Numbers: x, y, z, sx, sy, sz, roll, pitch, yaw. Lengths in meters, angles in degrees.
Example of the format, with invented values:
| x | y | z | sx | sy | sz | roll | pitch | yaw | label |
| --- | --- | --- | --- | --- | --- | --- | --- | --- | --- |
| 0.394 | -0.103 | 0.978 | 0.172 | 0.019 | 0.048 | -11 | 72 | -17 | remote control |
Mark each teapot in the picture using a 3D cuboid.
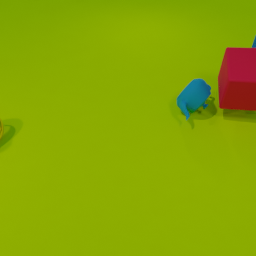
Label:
| x | y | z | sx | sy | sz | roll | pitch | yaw | label |
| --- | --- | --- | --- | --- | --- | --- | --- | --- | --- |
| 1.705 | -0.741 | 7.164 | 0.732 | 0.929 | 1.495 | 43 | 55 | 7 | teapot |

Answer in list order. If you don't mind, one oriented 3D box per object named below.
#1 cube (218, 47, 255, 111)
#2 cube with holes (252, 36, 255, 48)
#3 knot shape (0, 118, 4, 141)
| x | y | z | sx | sy | sz | roll | pitch | yaw | label |
| --- | --- | --- | --- | --- | --- | --- | --- | --- | --- |
| 2.825 | -1.165 | 6.738 | 1.077 | 1.077 | 1.077 | 4 | 58 | 8 | cube |
| 4.186 | -1.583 | 7.463 | 1.394 | 1.394 | 1.394 | -7 | 40 | -12 | cube with holes |
| -3.634 | 0.017 | 6.493 | 1.384 | 0.683 | 1.479 | 8 | 34 | -19 | knot shape |
